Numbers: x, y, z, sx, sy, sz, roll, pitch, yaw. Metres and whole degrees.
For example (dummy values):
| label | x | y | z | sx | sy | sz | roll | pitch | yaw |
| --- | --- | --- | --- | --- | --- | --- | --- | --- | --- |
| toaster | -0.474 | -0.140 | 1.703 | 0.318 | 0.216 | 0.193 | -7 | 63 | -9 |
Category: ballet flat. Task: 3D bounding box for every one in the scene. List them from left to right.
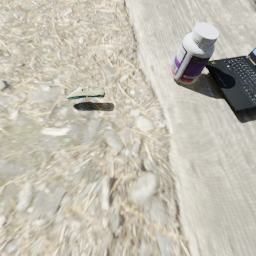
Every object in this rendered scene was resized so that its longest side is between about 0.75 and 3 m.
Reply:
| label | x | y | z | sx | sy | sz | roll | pitch | yaw |
| --- | --- | --- | --- | --- | --- | --- | --- | --- | --- |
| ballet flat | -1.093 | -0.925 | 7.283 | 1.021 | 0.355 | 0.355 | -3 | 52 | 4 |

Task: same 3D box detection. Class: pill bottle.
| label | x | y | z | sx | sy | sz | roll | pitch | yaw |
| --- | --- | --- | --- | --- | --- | --- | --- | --- | --- |
| pill bottle | 1.775 | -1.983 | 7.498 | 0.862 | 1.547 | 0.862 | 7 | 56 | -11 |

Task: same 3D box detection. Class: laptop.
| label | x | y | z | sx | sy | sz | roll | pitch | yaw |
| --- | --- | --- | --- | --- | --- | --- | --- | --- | --- |
| laptop | 3.513 | -1.686 | 7.324 | 2.262 | 1.168 | 2.005 | -10 | 51 | -10 |
